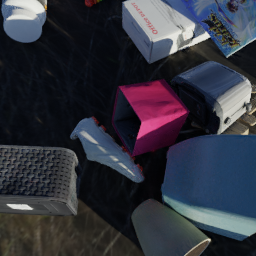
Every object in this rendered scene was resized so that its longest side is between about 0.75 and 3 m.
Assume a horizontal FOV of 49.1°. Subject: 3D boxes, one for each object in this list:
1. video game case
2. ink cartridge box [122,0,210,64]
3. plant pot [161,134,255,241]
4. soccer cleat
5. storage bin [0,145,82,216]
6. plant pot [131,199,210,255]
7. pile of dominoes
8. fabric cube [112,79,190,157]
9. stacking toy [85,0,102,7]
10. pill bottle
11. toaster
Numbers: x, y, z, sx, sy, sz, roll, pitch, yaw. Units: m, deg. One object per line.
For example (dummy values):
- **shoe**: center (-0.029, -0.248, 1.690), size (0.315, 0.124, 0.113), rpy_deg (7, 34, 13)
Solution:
- **video game case**: center (2.728, -3.525, 7.528), size (0.608, 2.426, 2.677), rpy_deg (-42, 94, -18)
- **ink cartridge box**: center (1.403, -3.636, 9.421), size (2.695, 1.128, 1.956), rpy_deg (-26, 67, -14)
- **plant pot**: center (1.829, 1.285, 6.498), size (1.989, 1.947, 1.952), rpy_deg (8, 63, 11)
- **soccer cleat**: center (-0.552, 0.693, 7.436), size (0.917, 0.819, 2.364), rpy_deg (-45, 71, -4)
- **storage bin**: center (-2.470, 1.282, 6.547), size (2.529, 1.710, 1.186), rpy_deg (3, 62, 2)
- **plant pot**: center (0.794, 2.374, 6.292), size (1.405, 1.405, 1.500), rpy_deg (-33, 55, -16)
- **pile of dominoes**: center (3.370, -0.270, 8.060), size (2.562, 0.408, 1.997), rpy_deg (-37, 48, -19)
- **fabric cube**: center (0.489, -0.274, 7.024), size (1.303, 1.307, 1.283), rpy_deg (-14, 52, -25)
- **stacking toy**: center (-1.108, -4.942, 10.545), size (1.159, 0.495, 0.495), rpy_deg (-40, 69, -11)
- **pill bottle**: center (-3.523, -4.250, 9.600), size (1.432, 1.432, 2.460), rpy_deg (-6, 63, -3)
- **toaster**: center (2.266, -0.951, 7.862), size (1.482, 1.304, 2.295), rpy_deg (-30, 47, -18)
